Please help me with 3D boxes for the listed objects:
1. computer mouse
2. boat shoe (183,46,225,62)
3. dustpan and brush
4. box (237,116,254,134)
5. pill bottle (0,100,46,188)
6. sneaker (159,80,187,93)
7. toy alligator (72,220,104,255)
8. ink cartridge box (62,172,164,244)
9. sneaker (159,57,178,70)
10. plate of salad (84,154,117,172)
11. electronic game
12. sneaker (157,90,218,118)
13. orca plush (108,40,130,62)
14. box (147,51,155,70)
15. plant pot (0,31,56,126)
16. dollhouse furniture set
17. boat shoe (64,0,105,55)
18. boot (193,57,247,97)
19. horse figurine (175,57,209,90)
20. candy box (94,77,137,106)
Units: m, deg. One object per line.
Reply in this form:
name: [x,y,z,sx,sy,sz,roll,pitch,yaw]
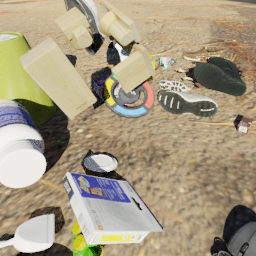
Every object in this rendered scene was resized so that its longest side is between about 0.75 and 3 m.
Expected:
computer mouse: [2.607,2.464,5.936,1.084,0.413,1.566,23,39,33]
boat shoe: [4.390,-4.312,16.103,2.320,0.858,0.857,4,33,7]
dustpan and brush: [-2.325,2.404,6.154,1.387,0.397,0.968,-2,23,-14]
box: [4.244,-0.125,10.110,0.385,0.288,0.770,18,35,27]
pill bottle: [-3.329,0.410,8.041,1.606,1.606,2.683,-18,37,-25]
sneaker: [2.108,-1.975,12.791,1.356,0.547,0.566,24,34,34]
toy alligator: [-0.988,2.290,6.160,0.550,0.601,2.027,-44,29,10]
ink cartridge box: [-0.399,1.855,6.586,1.914,0.450,1.891,20,17,-38]
sneaker: [2.255,-3.573,15.267,0.939,0.522,1.342,-3,33,-3]
plate of salad: [-0.810,1.068,8.291,0.987,0.237,0.987,6,24,-2]
electronic game: [0.037,-1.335,11.046,2.140,0.445,2.140,6,61,-12]
sneaker: [2.312,-0.985,11.057,2.349,0.868,0.931,14,25,10]
orca plush: [-0.079,-2.920,13.417,1.438,0.972,2.733,-37,78,-20]
box: [0.565,-3.331,14.583,1.355,0.858,1.407,-8,33,-10]
plant pot: [-4.267,-1.896,10.366,2.788,2.979,2.788,0,32,0]
dollhouse furniture set: [-1.298,-2.211,8.092,2.846,2.706,2.319,-36,52,-2]
boat shoe: [-1.593,-3.605,9.797,0.987,2.822,0.935,15,72,15]
boot: [4.086,-2.618,12.782,2.726,1.009,2.234,20,38,-12]
horse figurine: [3.361,-2.505,13.347,1.751,0.660,2.643,-5,40,-4]
candy box: [-0.570,-1.600,12.119,1.304,0.583,1.912,-14,35,-20]
